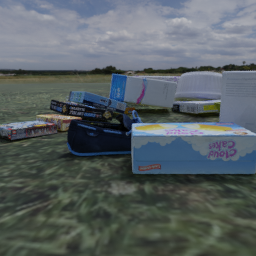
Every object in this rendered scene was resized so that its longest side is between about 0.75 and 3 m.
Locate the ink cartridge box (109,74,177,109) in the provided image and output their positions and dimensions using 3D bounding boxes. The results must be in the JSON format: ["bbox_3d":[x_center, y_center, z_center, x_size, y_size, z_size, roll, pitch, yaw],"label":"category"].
[{"bbox_3d":[0.648,-1.570,12.341,2.702,1.144,1.953,7,4,2],"label":"ink cartridge box"}]

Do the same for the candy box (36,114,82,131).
[{"bbox_3d":[-2.126,-0.185,8.587,1.301,0.360,0.751,9,11,38],"label":"candy box"}]

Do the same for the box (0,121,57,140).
[{"bbox_3d":[-2.778,0.036,7.621,0.945,0.275,1.381,9,12,39],"label":"box"}]

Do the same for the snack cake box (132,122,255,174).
[{"bbox_3d":[1.098,0.329,5.140,2.067,0.695,1.189,0,10,0],"label":"snack cake box"}]

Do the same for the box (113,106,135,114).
[{"bbox_3d":[-0.326,-0.818,12.174,0.785,0.274,1.319,-5,10,-25],"label":"box"}]

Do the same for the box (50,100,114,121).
[{"bbox_3d":[-1.664,-0.621,9.904,1.705,0.427,1.718,6,6,-34],"label":"box"}]

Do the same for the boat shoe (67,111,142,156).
[{"bbox_3d":[-0.074,0.089,6.034,2.395,0.822,1.008,-5,12,-26],"label":"boat shoe"}]

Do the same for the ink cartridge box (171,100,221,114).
[{"bbox_3d":[3.304,-0.936,11.899,2.201,0.517,2.176,-3,6,-18],"label":"ink cartridge box"}]

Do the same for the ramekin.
[{"bbox_3d":[3.748,-2.001,14.175,2.768,1.289,2.768,4,0,0],"label":"ramekin"}]

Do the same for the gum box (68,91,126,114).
[{"bbox_3d":[-1.287,-1.044,11.280,1.739,0.456,2.046,14,0,-27],"label":"gum box"}]

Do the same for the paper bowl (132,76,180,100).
[{"bbox_3d":[1.654,-2.208,15.946,2.904,1.510,2.904,0,10,0],"label":"paper bowl"}]

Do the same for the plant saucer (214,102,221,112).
[{"bbox_3d":[4.628,-0.357,8.643,2.910,0.698,2.914,-3,11,-13],"label":"plant saucer"}]

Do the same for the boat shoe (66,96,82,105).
[{"bbox_3d":[-2.355,-1.140,12.365,0.694,0.801,1.878,3,11,13],"label":"boat shoe"}]

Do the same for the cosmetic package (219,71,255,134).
[{"bbox_3d":[2.876,-0.310,5.787,1.695,1.700,1.045,9,14,35],"label":"cosmetic package"}]
